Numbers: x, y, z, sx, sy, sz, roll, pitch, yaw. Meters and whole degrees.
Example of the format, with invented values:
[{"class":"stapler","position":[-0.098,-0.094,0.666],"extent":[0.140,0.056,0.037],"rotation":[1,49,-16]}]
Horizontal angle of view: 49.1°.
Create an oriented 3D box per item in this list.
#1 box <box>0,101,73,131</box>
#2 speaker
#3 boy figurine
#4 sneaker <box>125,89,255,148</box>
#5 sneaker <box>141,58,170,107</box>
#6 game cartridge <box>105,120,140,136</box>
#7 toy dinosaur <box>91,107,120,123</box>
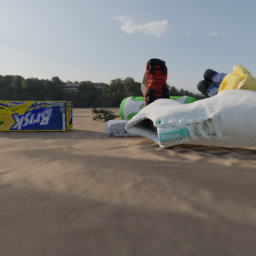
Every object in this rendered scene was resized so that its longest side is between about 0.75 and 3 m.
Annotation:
[{"class":"box","position":[-3.238,-0.387,8.767],"extent":[2.884,0.927,1.010],"rotation":[-1,5,0]},{"class":"speaker","position":[1.060,-0.588,10.024],"extent":[2.633,1.165,1.165],"rotation":[3,6,29]},{"class":"boy figurine","position":[3.461,-1.337,9.608],"extent":[0.947,1.827,2.939],"rotation":[28,8,-16]},{"class":"sneaker","position":[1.189,-0.006,5.304],"extent":[1.316,1.119,2.975],"rotation":[-23,15,-39]},{"class":"sneaker","position":[0.874,-1.165,9.206],"extent":[0.810,2.291,1.119],"rotation":[7,-33,-7]},{"class":"game cartridge","position":[0.459,-0.025,7.898],"extent":[2.142,0.438,1.426],"rotation":[-1,1,-9]},{"class":"toy dinosaur","position":[-0.925,-0.562,12.853],"extent":[2.700,0.641,1.190],"rotation":[9,3,41]}]
